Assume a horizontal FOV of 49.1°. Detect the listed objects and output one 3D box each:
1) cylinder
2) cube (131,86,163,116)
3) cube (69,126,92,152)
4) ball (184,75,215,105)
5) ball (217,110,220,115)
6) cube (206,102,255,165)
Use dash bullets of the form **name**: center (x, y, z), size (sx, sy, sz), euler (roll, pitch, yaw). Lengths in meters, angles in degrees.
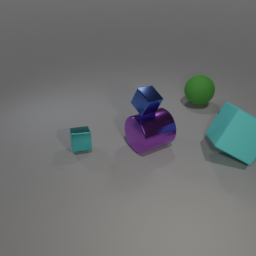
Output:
- **cylinder**: center (0.808, 0.080, 10.309), size (1.400, 1.400, 1.400), euler (-18, 35, -27)
- **cube**: center (0.650, -0.944, 9.685), size (0.700, 0.700, 0.700), euler (-17, 59, -36)
- **cube**: center (-1.732, 0.391, 10.239), size (0.700, 0.700, 0.700), euler (-7, 20, -13)
- **ball**: center (3.363, -1.796, 13.173), size (1.400, 1.400, 1.400), euler (0, 31, 0)
- **ball**: center (4.174, -0.506, 11.977), size (0.700, 0.700, 0.700), euler (0, 31, 0)
- **cube**: center (3.732, 0.137, 9.508), size (1.400, 1.400, 1.400), euler (28, 15, -6)
